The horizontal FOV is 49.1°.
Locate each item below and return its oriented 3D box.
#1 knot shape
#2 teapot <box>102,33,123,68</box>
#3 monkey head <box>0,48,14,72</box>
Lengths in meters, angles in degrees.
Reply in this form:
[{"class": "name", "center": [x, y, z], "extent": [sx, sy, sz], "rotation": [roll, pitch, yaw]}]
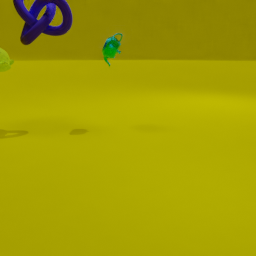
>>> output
[{"class": "knot shape", "center": [-2.710, -3.269, 8.432], "extent": [1.867, 1.747, 0.863], "rotation": [33, 3, 13]}, {"class": "teapot", "center": [-0.479, -2.389, 8.563], "extent": [0.538, 1.099, 0.683], "rotation": [27, 19, -4]}, {"class": "monkey head", "center": [-3.765, -1.808, 7.790], "extent": [1.269, 0.913, 0.765], "rotation": [17, 29, -51]}]
